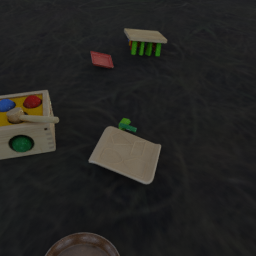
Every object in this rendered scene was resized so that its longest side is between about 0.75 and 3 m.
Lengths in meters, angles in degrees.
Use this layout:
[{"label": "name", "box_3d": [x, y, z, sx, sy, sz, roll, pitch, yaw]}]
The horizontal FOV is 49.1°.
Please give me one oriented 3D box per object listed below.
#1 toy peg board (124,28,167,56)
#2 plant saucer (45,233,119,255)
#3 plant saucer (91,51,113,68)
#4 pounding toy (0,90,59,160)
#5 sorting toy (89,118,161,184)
[{"label": "toy peg board", "box_3d": [0.679, -3.696, 12.144, 1.580, 0.773, 1.573, 1, 31, -12]}, {"label": "plant saucer", "box_3d": [-0.828, 2.571, 5.013, 1.442, 0.248, 1.442, 3, 36, -3]}, {"label": "plant saucer", "box_3d": [-1.062, -2.698, 11.192, 0.857, 0.158, 0.858, 6, 44, -22]}, {"label": "pounding toy", "box_3d": [-2.759, -0.166, 7.584, 1.874, 1.447, 2.036, -9, 42, -10]}, {"label": "sorting toy", "box_3d": [0.043, 0.500, 7.584, 1.630, 0.325, 2.205, 19, 38, 3]}]
